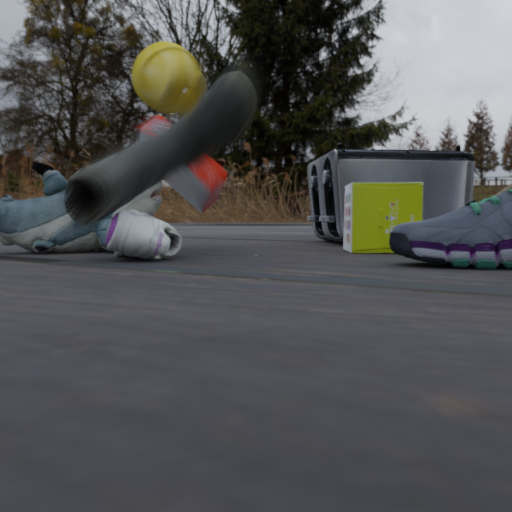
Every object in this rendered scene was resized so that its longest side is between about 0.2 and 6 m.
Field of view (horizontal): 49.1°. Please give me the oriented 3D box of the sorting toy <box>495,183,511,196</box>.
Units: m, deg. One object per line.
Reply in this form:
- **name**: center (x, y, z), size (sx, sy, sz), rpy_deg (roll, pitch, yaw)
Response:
- **sorting toy**: center (4.025, -0.595, 7.721), size (2.420, 0.324, 1.803), rpy_deg (5, -32, -23)

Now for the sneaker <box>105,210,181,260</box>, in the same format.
- **sneaker**: center (-1.583, -0.209, 8.117), size (0.981, 0.738, 1.970), rpy_deg (17, 3, -7)

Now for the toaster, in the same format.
- **toaster**: center (2.925, -1.279, 12.352), size (3.416, 2.027, 3.089), rpy_deg (0, 4, -6)

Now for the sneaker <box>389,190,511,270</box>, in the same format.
- **sneaker**: center (3.210, -0.552, 6.610), size (3.176, 1.390, 1.182), rpy_deg (1, 4, 14)

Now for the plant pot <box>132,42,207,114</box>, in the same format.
- **plant pot**: center (-1.321, -2.794, 9.068), size (1.108, 1.108, 1.043), rpy_deg (-3, 30, -32)

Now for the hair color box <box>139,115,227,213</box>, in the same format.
- **hair color box**: center (-1.389, -1.685, 10.355), size (0.537, 1.681, 0.932), rpy_deg (-48, -4, -29)

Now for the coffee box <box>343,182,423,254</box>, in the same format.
- **coffee box**: center (2.114, -0.641, 9.453), size (1.158, 1.157, 1.146), rpy_deg (0, 4, 3)

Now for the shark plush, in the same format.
- **shark plush**: center (-3.458, -0.841, 9.453), size (3.735, 1.556, 1.697), rpy_deg (-1, 4, -14)

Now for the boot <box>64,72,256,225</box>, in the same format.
- **boot**: center (-1.301, -1.487, 7.687), size (2.421, 0.879, 2.202), rpy_deg (-30, -9, -46)
